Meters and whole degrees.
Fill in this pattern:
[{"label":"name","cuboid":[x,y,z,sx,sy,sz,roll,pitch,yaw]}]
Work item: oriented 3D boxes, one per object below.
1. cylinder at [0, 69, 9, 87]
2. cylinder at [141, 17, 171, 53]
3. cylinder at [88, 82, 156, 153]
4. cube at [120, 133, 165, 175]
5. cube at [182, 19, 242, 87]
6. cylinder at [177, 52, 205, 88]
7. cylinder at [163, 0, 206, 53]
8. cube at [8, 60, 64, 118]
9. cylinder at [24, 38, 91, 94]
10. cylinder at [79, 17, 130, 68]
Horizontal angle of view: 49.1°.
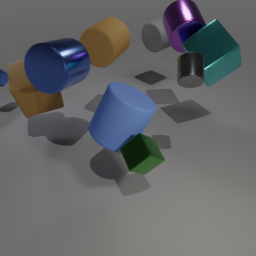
[{"label":"cylinder","cuboid":[-5.308,-2.072,11.253,0.700,0.700,0.700,8,-2,13]},{"label":"cylinder","cuboid":[1.608,-4.521,13.469,1.400,1.400,1.400,-31,43,-30]},{"label":"cylinder","cuboid":[-0.170,-0.289,7.527,1.400,1.400,1.400,24,26,-12]},{"label":"cube","cuboid":[0.355,0.660,7.012,0.700,0.700,0.700,22,35,-49]},{"label":"cube","cuboid":[2.948,-2.575,9.825,1.400,1.400,1.400,-33,65,13]},{"label":"cylinder","cuboid":[1.651,-1.511,7.369,0.700,0.700,0.700,3,72,5]},{"label":"cylinder","cuboid":[2.100,-3.784,10.410,1.400,1.400,1.400,-4,54,-6]},{"label":"cube","cuboid":[-3.177,-1.457,9.731,1.400,1.400,1.400,-17,54,-7]},{"label":"cylinder","cuboid":[-2.023,-1.844,8.192,1.400,1.400,1.400,12,26,18]},{"label":"cylinder","cuboid":[-0.810,-3.102,10.106,1.400,1.400,1.400,13,40,20]}]
